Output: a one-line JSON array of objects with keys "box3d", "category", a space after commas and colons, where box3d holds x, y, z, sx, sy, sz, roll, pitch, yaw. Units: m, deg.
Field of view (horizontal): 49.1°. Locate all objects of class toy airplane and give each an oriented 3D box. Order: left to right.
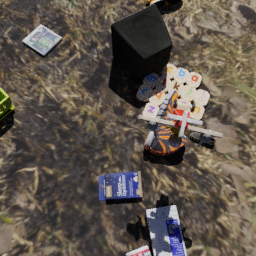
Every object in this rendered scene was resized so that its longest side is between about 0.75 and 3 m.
[{"box3d": [1.402, -0.001, 7.544, 1.755, 1.244, 1.763, -2, 22, -39], "category": "toy airplane"}]

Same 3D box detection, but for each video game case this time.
[{"box3d": [-3.954, -4.070, 12.951, 1.365, 0.159, 1.241, 34, 71, 14], "category": "video game case"}]

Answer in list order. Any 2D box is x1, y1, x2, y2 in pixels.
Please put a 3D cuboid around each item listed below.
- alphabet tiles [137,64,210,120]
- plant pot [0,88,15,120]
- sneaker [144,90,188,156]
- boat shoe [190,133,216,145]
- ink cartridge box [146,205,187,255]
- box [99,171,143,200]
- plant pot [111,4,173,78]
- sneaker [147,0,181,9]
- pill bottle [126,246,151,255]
[{"box3d": [1.875, -1.345, 11.731, 2.842, 0.207, 2.780, 21, 70, 9], "category": "alphabet tiles"}, {"box3d": [-5.304, -0.952, 11.101, 1.156, 1.054, 1.161, 39, 72, 16], "category": "plant pot"}, {"box3d": [1.712, -0.105, 10.782, 1.435, 0.994, 2.562, 23, 86, 2], "category": "sneaker"}, {"box3d": [2.943, 0.366, 10.922, 0.981, 0.322, 0.350, 19, 68, 8], "category": "boat shoe"}, {"box3d": [1.304, 3.775, 9.385, 1.078, 0.425, 2.168, -7, 65, -3], "category": "ink cartridge box"}, {"box3d": [-0.287, 2.114, 10.206, 1.567, 0.254, 0.949, -4, 66, -1], "category": "box"}, {"box3d": [0.691, -3.375, 11.624, 2.092, 2.087, 1.856, -30, 72, -12], "category": "plant pot"}, {"box3d": [1.818, -6.492, 13.727, 1.914, 0.669, 0.861, -22, 71, -7], "category": "sneaker"}, {"box3d": [0.493, 4.508, 8.855, 0.780, 0.780, 1.305, -19, 67, -8], "category": "pill bottle"}]
